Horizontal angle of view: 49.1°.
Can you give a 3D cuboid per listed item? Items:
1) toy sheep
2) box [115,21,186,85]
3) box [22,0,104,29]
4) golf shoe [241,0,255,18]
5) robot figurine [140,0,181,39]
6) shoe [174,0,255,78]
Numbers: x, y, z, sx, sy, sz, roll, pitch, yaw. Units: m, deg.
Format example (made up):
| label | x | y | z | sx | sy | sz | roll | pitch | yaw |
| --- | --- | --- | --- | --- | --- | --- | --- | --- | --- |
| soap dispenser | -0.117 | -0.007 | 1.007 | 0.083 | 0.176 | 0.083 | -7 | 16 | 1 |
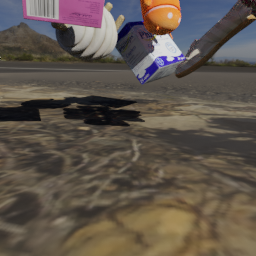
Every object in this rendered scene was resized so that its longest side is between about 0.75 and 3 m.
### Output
| label | x | y | z | sx | sy | sz | roll | pitch | yaw |
| --- | --- | --- | --- | --- | --- | --- | --- | --- | --- |
| toy sheep | -1.260 | -3.032 | 8.691 | 1.961 | 1.961 | 2.844 | 9 | 8 | 33 |
| box | 0.806 | -2.851 | 10.344 | 1.853 | 2.015 | 1.057 | -27 | -11 | -45 |
| box | -1.254 | -2.819 | 5.713 | 1.484 | 0.815 | 1.687 | 3 | 41 | -11 |
| golf shoe | 2.716 | -2.612 | 5.808 | 0.945 | 0.432 | 0.356 | 20 | 1 | -42 |
| robot figurine | 0.984 | -3.731 | 8.535 | 1.181 | 2.026 | 1.457 | -7 | -10 | 0 |
| shoe | 2.066 | -2.188 | 6.966 | 2.443 | 0.652 | 0.854 | -39 | 6 | 24 |
